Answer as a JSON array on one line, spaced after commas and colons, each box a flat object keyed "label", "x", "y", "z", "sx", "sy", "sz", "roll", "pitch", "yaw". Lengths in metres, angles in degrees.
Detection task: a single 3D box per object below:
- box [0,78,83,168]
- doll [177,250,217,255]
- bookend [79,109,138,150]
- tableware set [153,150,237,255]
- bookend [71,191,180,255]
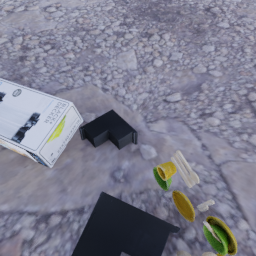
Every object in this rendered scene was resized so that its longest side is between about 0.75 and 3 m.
[{"label": "box", "x": -2.659, "y": -0.218, "z": 7.081, "sx": 2.632, "sy": 0.791, "sz": 1.535, "roll": 20, "pitch": 64, "yaw": 23}, {"label": "doll", "x": 0.664, "y": 2.664, "z": 3.752, "sx": 1.683, "sy": 0.598, "sz": 2.467, "roll": -14, "pitch": 10, "yaw": 36}, {"label": "bookend", "x": -0.492, "y": 0.204, "z": 7.232, "sx": 1.075, "sy": 0.498, "sz": 1.082, "roll": -32, "pitch": 56, "yaw": -25}, {"label": "tableware set", "x": 1.169, "y": 1.595, "z": 5.218, "sx": 0.348, "sy": 1.528, "sz": 2.268, "roll": -25, "pitch": 72, "yaw": -19}, {"label": "bookend", "x": -0.097, "y": 2.131, "z": 4.900, "sx": 1.509, "sy": 0.695, "sz": 1.500, "roll": 23, "pitch": 72, "yaw": 7}]
